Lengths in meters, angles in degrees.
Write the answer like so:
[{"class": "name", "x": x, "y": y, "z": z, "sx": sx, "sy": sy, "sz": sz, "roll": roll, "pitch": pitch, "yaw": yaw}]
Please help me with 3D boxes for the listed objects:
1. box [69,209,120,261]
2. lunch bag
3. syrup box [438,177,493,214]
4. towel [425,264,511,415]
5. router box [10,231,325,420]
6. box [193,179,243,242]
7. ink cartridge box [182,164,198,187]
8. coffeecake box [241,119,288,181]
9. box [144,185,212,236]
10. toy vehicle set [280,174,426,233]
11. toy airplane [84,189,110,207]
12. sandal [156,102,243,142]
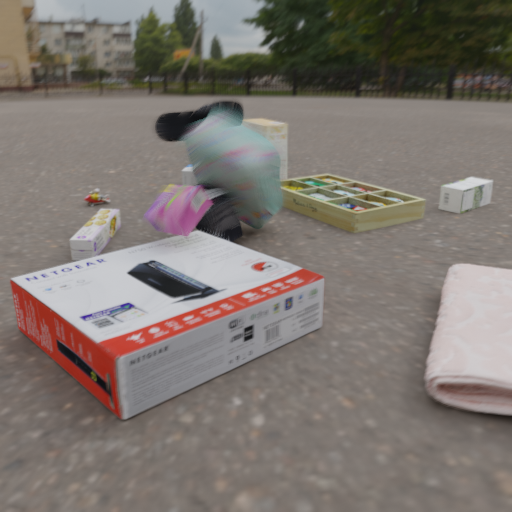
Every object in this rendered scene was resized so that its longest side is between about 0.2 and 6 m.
[{"class": "box", "x": -3.279, "y": -0.479, "z": 11.581, "sx": 0.462, "sy": 0.431, "sz": 2.230, "roll": 0, "pitch": 20, "yaw": 1}, {"class": "lunch bag", "x": -0.356, "y": -1.701, "z": 11.762, "sx": 1.937, "sy": 2.416, "sz": 0.931, "roll": 29, "pitch": 68, "yaw": 21}, {"class": "syrup box", "x": 5.344, "y": -1.554, "z": 14.247, "sx": 1.561, "sy": 0.614, "sz": 0.635, "roll": -18, "pitch": 27, "yaw": -40}, {"class": "towel", "x": 4.024, "y": 1.094, "z": 7.147, "sx": 3.334, "sy": 0.563, "sz": 3.491, "roll": 8, "pitch": 22, "yaw": 20}, {"class": "router box", "x": -1.232, "y": 0.671, "z": 7.888, "sx": 3.315, "sy": 0.810, "sz": 2.975, "roll": -18, "pitch": 27, "yaw": -40}, {"class": "box", "x": -0.855, "y": -0.850, "z": 11.281, "sx": 0.619, "sy": 0.982, "sz": 0.999, "roll": -31, "pitch": 44, "yaw": -21}, {"class": "ink cartridge box", "x": -1.364, "y": -2.289, "z": 16.290, "sx": 1.396, "sy": 0.588, "sz": 1.009, "roll": 2, "pitch": 20, "yaw": 6}, {"class": "coffeecake box", "x": 0.206, "y": -2.749, "z": 15.585, "sx": 0.705, "sy": 1.930, "sz": 1.482, "roll": -11, "pitch": 23, "yaw": -27}, {"class": "box", "x": -1.274, "y": -0.757, "z": 9.135, "sx": 0.831, "sy": 0.402, "sz": 0.731, "roll": 10, "pitch": 57, "yaw": 45}, {"class": "toy vehicle set", "x": 2.091, "y": -1.410, "z": 14.068, "sx": 2.221, "sy": 0.474, "sz": 3.574, "roll": -13, "pitch": 24, "yaw": -31}, {"class": "toy airplane", "x": -4.063, "y": -1.523, "z": 14.457, "sx": 0.596, "sy": 0.421, "sz": 0.594, "roll": 3, "pitch": 20, "yaw": 8}, {"class": "sandal", "x": -1.273, "y": -3.285, "z": 13.745, "sx": 2.360, "sy": 0.897, "sz": 0.505, "roll": -21, "pitch": -5, "yaw": -28}]
